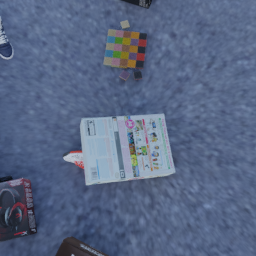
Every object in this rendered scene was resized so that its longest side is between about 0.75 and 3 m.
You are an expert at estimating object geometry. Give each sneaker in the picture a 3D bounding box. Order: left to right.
[{"bbox_3d":[-3.024,-2.191,6.579,0.376,0.582,1.074,-21,87,-18],"label":"sneaker"},{"bbox_3d":[-1.142,1.105,8.102,1.536,0.513,0.823,0,71,-3],"label":"sneaker"}]

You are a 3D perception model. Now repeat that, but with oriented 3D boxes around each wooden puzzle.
[{"bbox_3d":[-0.079,-2.611,9.373,1.334,0.158,2.250,7,74,2],"label":"wooden puzzle"}]

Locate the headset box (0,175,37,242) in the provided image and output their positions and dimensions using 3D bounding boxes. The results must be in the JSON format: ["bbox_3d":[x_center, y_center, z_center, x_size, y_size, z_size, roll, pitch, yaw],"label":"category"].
[{"bbox_3d":[-3.325,2.192,7.715,1.273,0.642,1.713,-12,74,-3],"label":"headset box"}]

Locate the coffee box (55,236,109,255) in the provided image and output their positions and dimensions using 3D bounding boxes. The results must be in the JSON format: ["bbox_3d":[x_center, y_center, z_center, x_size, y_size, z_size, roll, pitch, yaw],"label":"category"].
[{"bbox_3d":[-1.470,4.353,6.835,1.592,1.124,2.816,24,75,7],"label":"coffee box"}]

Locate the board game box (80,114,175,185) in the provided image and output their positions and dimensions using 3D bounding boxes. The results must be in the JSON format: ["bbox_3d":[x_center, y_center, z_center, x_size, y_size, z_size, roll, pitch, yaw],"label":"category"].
[{"bbox_3d":[-0.042,0.572,7.835,2.394,0.769,1.766,-3,73,-16],"label":"board game box"}]

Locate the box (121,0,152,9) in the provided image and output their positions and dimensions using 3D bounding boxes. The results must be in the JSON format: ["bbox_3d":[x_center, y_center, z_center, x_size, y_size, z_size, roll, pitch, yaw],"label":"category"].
[{"bbox_3d":[0.455,-5.290,9.869,1.266,0.707,1.794,20,75,2],"label":"box"}]
